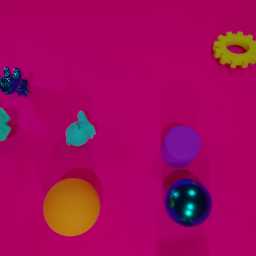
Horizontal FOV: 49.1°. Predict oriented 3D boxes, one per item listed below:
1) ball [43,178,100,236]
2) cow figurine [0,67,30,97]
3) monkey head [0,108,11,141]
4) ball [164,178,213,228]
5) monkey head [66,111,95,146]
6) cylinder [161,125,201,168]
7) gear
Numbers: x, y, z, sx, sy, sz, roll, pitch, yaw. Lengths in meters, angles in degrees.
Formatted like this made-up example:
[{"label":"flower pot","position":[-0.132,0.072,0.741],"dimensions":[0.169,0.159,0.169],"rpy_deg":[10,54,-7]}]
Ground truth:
[{"label":"ball","position":[-1.225,1.721,6.151],"dimensions":[1.217,1.217,1.217],"rpy_deg":[0,68,0]},{"label":"cow figurine","position":[-2.991,-1.101,7.360],"dimensions":[0.546,0.979,0.994],"rpy_deg":[5,40,5]},{"label":"monkey head","position":[-3.468,-0.065,6.977],"dimensions":[0.811,0.968,1.346],"rpy_deg":[-7,87,37]},{"label":"ball","position":[1.343,1.669,6.287],"dimensions":[1.067,1.067,1.067],"rpy_deg":[0,68,0]},{"label":"monkey head","position":[-1.252,0.017,6.994],"dimensions":[0.686,1.139,0.820],"rpy_deg":[-18,75,-29]},{"label":"cylinder","position":[1.278,0.480,6.882],"dimensions":[0.851,0.851,0.851],"rpy_deg":[0,68,0]},{"label":"gear","position":[3.128,-2.268,8.067],"dimensions":[1.271,0.235,1.271],"rpy_deg":[-2,56,3]}]
